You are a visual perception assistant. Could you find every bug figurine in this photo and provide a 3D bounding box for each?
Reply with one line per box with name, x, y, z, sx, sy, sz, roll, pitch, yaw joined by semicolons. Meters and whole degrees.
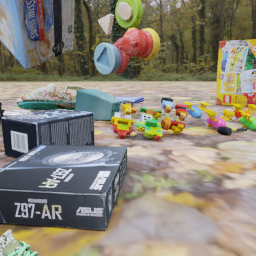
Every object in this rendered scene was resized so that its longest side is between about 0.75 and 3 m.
bug figurine;2.637;-0.315;7.615;2.171;0.559;1.684;3;17;-8

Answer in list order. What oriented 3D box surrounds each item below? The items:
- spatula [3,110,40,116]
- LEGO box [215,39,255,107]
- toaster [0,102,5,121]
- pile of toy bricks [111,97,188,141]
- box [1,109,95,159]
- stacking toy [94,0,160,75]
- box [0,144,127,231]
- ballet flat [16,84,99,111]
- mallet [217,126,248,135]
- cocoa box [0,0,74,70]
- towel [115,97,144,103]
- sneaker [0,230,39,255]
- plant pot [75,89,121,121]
spatula;-3.808;-0.495;9.694;1.748;0.140;1.216;3;12;34
LEGO box;5.020;-2.350;12.151;2.051;2.754;1.063;7;12;32
toaster;-4.027;-0.431;7.982;0.700;0.616;1.083;-3;17;-6
pile of toy bricks;0.541;-0.078;6.195;1.733;0.962;0.856;8;49;-10
box;-1.401;0.096;5.104;0.986;0.711;1.328;8;14;34
stacking toy;-0.454;-3.405;10.355;1.196;2.564;2.833;-17;-1;-44
box;-0.769;0.600;3.441;1.365;0.371;1.704;1;11;7
ballet flat;-2.321;-1.064;9.858;2.959;0.946;1.119;3;-17;-11
mallet;2.614;0.053;6.778;0.950;0.195;0.313;-1;10;-27
cocoa box;-2.620;-3.240;7.554;1.680;2.560;1.707;-35;72;-29
towel;-0.162;-1.395;14.121;1.731;0.206;1.253;4;14;25
sneaker;-0.723;0.894;1.803;0.974;0.431;0.374;2;11;8
plant pot;-0.905;-0.681;8.822;1.222;0.864;0.864;16;17;23
